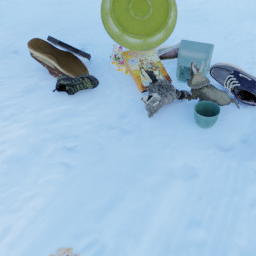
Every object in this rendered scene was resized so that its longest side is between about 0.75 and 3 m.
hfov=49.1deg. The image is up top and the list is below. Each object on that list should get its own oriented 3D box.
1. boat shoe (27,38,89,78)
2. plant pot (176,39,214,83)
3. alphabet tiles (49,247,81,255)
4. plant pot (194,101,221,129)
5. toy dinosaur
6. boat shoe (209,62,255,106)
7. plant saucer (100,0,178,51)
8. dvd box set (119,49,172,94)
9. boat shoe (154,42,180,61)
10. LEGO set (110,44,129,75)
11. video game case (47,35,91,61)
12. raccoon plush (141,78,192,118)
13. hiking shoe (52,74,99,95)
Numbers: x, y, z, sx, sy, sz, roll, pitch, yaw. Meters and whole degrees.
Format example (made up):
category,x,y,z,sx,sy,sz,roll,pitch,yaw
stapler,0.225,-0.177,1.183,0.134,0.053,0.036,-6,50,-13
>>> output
category,x,y,z,sx,sy,sz,roll,pitch,yaw
boat shoe,-3.086,-2.799,12.369,2.971,1.069,1.072,29,55,0
plant pot,2.760,-2.695,12.039,1.440,1.444,1.471,13,51,15
alphabet tiles,-1.465,3.092,6.366,0.747,0.056,0.763,-2,41,-3
plant pot,2.741,-0.406,9.843,0.890,0.714,0.890,-3,44,3
toy dinosaur,3.004,-1.203,10.259,2.818,1.085,1.441,37,1,-12
boat shoe,4.290,-1.801,11.204,2.695,1.006,1.250,30,42,29
plant saucer,0.415,-4.028,9.560,2.718,2.718,0.422,-4,2,-5
dvd box set,0.760,-2.584,11.971,1.535,0.308,2.098,-19,72,-22
boat shoe,2.345,-3.657,13.570,2.205,0.813,0.707,-6,47,-1
LEGO set,0.106,-3.169,12.797,2.707,1.008,1.245,32,50,31
video game case,-2.551,-3.525,12.530,1.849,0.261,2.046,23,8,-10
raccoon plush,1.538,-1.055,10.482,2.132,1.032,1.429,0,49,-1
hiking shoe,-2.098,-1.667,11.438,1.865,0.706,0.939,-1,49,13
